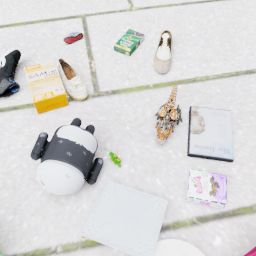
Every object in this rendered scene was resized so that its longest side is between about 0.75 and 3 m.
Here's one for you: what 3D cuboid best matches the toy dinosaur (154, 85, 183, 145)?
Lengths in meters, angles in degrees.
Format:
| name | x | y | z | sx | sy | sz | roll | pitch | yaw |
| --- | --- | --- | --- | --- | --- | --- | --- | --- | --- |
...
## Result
| name | x | y | z | sx | sy | sz | roll | pitch | yaw |
| --- | --- | --- | --- | --- | --- | --- | --- | --- | --- |
| toy dinosaur | 1.478 | -0.420 | 9.882 | 1.035 | 1.375 | 2.026 | 36 | 104 | 6 |

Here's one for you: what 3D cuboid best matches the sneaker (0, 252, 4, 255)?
| name | x | y | z | sx | sy | sz | roll | pitch | yaw |
| --- | --- | --- | --- | --- | --- | --- | --- | --- | --- |
| sneaker | -3.961 | 3.389 | 7.423 | 1.051 | 1.186 | 2.838 | -38 | 64 | -24 |

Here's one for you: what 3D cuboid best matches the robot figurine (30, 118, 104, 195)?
| name | x | y | z | sx | sy | sz | roll | pitch | yaw |
| --- | --- | --- | --- | --- | --- | --- | --- | --- | --- |
| robot figurine | -1.881 | 0.911 | 8.943 | 1.859 | 1.544 | 2.475 | 5 | 55 | 17 |

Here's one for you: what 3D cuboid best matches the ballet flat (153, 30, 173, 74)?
| name | x | y | z | sx | sy | sz | roll | pitch | yaw |
| --- | --- | --- | --- | --- | --- | --- | --- | --- | --- |
| ballet flat | 1.568 | -3.457 | 12.356 | 0.822 | 0.812 | 2.414 | 5 | 56 | 4 |

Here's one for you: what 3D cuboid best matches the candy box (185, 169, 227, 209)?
| name | x | y | z | sx | sy | sz | roll | pitch | yaw |
| --- | --- | --- | --- | --- | --- | --- | --- | --- | --- |
| candy box | 2.478 | 1.921 | 8.889 | 1.201 | 0.429 | 1.007 | 10 | 56 | 7 |

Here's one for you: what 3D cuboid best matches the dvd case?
| name | x | y | z | sx | sy | sz | roll | pitch | yaw |
| --- | --- | --- | --- | --- | --- | --- | --- | --- | --- |
| dvd case | 3.000 | 0.164 | 10.243 | 1.580 | 0.194 | 2.214 | 8 | 56 | 5 |

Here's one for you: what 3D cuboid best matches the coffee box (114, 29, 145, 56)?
| name | x | y | z | sx | sy | sz | roll | pitch | yaw |
| --- | --- | --- | --- | --- | --- | --- | --- | --- | --- |
| coffee box | 0.067 | -3.985 | 13.013 | 0.892 | 0.319 | 1.450 | 27 | 60 | 17 |

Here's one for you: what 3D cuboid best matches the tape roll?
| name | x | y | z | sx | sy | sz | roll | pitch | yaw |
| --- | --- | --- | --- | --- | --- | --- | --- | --- | --- |
| tape roll | 1.224 | 4.098 | 7.411 | 2.214 | 0.405 | 2.214 | 0 | 55 | 0 |

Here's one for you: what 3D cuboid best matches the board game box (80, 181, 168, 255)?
| name | x | y | z | sx | sy | sz | roll | pitch | yaw |
| --- | --- | --- | --- | --- | --- | --- | --- | --- | --- |
| board game box | -0.049 | 2.633 | 8.158 | 2.039 | 0.264 | 2.039 | 17 | 39 | 11 |

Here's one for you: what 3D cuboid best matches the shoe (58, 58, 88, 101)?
| name | x | y | z | sx | sy | sz | roll | pitch | yaw |
| --- | --- | --- | --- | --- | --- | --- | --- | --- | --- |
| shoe | -2.339 | -2.021 | 11.483 | 0.809 | 0.617 | 2.313 | -26 | 59 | -17 |

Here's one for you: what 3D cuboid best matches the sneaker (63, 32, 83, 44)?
| name | x | y | z | sx | sy | sz | roll | pitch | yaw |
| --- | --- | --- | --- | --- | --- | --- | --- | --- | --- |
| sneaker | -2.641 | -4.286 | 13.242 | 1.017 | 0.403 | 0.486 | -28 | 49 | -27 |

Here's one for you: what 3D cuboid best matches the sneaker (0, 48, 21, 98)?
| name | x | y | z | sx | sy | sz | roll | pitch | yaw |
| --- | --- | --- | --- | --- | --- | --- | --- | --- | --- |
| sneaker | -4.804 | -2.157 | 11.521 | 1.324 | 0.864 | 2.366 | 24 | 67 | 12 |

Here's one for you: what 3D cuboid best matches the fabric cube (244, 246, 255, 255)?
| name | x | y | z | sx | sy | sz | roll | pitch | yaw |
| --- | --- | --- | --- | --- | --- | --- | --- | --- | --- |
| fabric cube | 4.273 | 3.557 | 6.715 | 2.207 | 2.172 | 2.214 | -26 | 60 | -17 |

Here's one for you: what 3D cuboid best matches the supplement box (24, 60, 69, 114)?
| name | x | y | z | sx | sy | sz | roll | pitch | yaw |
| --- | --- | --- | --- | --- | --- | --- | --- | --- | --- |
| supplement box | -3.262 | -1.674 | 11.162 | 1.276 | 0.745 | 2.025 | -18 | 57 | -13 |

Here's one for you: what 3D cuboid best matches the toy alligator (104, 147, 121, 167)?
| name | x | y | z | sx | sy | sz | roll | pitch | yaw |
| --- | --- | --- | --- | --- | --- | --- | --- | --- | --- |
| toy alligator | -0.483 | 0.967 | 9.604 | 0.887 | 0.263 | 0.241 | 50 | 30 | 9 |
